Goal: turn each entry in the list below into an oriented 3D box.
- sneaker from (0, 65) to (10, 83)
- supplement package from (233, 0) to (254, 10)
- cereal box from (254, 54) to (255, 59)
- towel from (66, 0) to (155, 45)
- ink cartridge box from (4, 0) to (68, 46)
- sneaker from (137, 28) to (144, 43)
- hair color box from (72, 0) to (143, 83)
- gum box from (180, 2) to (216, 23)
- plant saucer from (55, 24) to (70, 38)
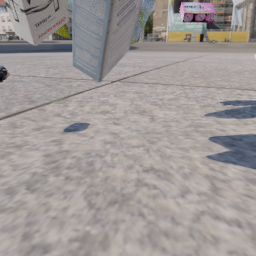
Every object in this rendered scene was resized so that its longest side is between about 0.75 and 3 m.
[{"bbox_3d":[-3.365,-1.357,7.265,0.347,0.351,0.884,-40,17,26],"label":"sneaker"},{"bbox_3d":[3.161,-3.886,7.936,0.497,0.829,0.503,-22,-7,31],"label":"supplement package"},{"bbox_3d":[3.727,-1.626,6.466,1.257,0.904,0.248,-30,-20,27],"label":"cereal box"},{"bbox_3d":[-0.652,-3.861,8.456,2.729,0.657,2.336,24,61,-5],"label":"towel"},{"bbox_3d":[-1.095,-1.563,3.343,0.382,0.906,0.661,32,62,15],"label":"ink cartridge box"},{"bbox_3d":[-0.311,-3.762,9.604,1.374,1.876,0.756,-16,6,-17],"label":"sneaker"},{"bbox_3d":[-0.316,-1.880,4.554,0.674,2.224,1.101,33,62,6],"label":"hair color box"},{"bbox_3d":[2.388,-3.916,9.521,1.137,0.376,0.645,0,53,-3],"label":"gum box"},{"bbox_3d":[-1.578,-2.527,5.658,0.296,1.236,1.238,-20,2,-3],"label":"plant saucer"}]
